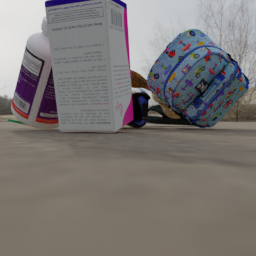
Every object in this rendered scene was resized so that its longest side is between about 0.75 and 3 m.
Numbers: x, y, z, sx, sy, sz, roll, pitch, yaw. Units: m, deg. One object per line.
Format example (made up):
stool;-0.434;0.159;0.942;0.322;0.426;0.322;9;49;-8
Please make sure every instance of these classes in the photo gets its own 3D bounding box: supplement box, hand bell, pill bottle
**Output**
supplement box;-0.591;-1.064;4.899;1.105;2.137;1.082;-1;12;18
hand bell;0.616;-1.133;7.721;2.615;1.362;1.362;11;-6;-43
pill bottle;-1.709;-1.171;6.171;1.271;2.260;1.271;21;27;-11

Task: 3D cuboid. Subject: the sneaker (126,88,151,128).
sneaker;0.049;-0.551;8.076;1.673;1.171;2.897;17;14;31

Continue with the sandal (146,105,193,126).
sandal;1.586;-0.498;10.462;2.919;0.699;1.097;4;7;17

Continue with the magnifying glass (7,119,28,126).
magnifying glass;-2.964;-0.134;7.837;0.792;0.089;0.315;14;-4;-39

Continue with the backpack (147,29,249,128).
backpack;1.581;-1.121;6.516;2.124;1.939;1.429;24;22;-51
